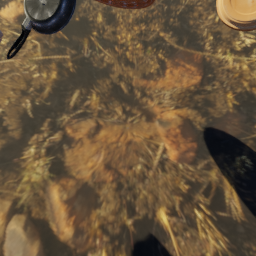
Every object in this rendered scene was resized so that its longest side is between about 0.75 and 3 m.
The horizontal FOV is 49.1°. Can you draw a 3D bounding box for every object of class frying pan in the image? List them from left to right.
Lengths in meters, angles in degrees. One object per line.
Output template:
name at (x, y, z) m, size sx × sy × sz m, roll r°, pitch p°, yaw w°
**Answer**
frying pan at (-2.244, -2.722, 6.549) m, size 2.335 × 0.380 × 1.412 m, roll -20°, pitch 84°, yaw 20°

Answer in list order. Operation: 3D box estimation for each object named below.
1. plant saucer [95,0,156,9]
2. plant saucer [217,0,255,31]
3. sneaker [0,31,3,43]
plant saucer at (-0.361, -3.893, 7.529) m, size 2.364 × 2.364 × 0.442 m, roll 13°, pitch 92°, yaw 5°
plant saucer at (2.437, -2.603, 5.618) m, size 1.279 × 0.206 × 1.279 m, roll -2°, pitch 86°, yaw 24°
sneaker at (-3.491, -1.938, 6.106) m, size 1.021 × 2.861 × 1.143 m, roll 43°, pitch 80°, yaw -18°
